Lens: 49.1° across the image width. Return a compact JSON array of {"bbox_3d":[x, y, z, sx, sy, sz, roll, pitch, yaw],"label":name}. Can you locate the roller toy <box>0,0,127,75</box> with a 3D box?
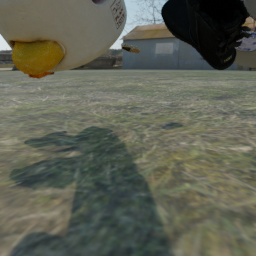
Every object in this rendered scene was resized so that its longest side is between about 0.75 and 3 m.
[{"bbox_3d":[-1.334,-2.392,5.413,2.492,1.909,2.732,-30,49,-5],"label":"roller toy"}]

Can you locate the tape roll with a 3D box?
[{"bbox_3d":[3.377,-2.964,7.904,0.872,2.641,2.641,-51,34,-14],"label":"tape roll"}]

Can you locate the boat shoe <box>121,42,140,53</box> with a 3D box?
[{"bbox_3d":[0.104,-3.226,11.503,0.859,0.306,0.277,12,50,-19],"label":"boat shoe"}]

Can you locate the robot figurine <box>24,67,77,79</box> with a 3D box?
[{"bbox_3d":[-2.401,-2.936,9.562,0.871,2.170,2.992,12,35,22],"label":"robot figurine"}]

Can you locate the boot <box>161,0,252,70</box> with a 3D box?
[{"bbox_3d":[1.701,-2.750,6.808,1.052,2.842,2.329,-40,-18,8],"label":"boot"}]
